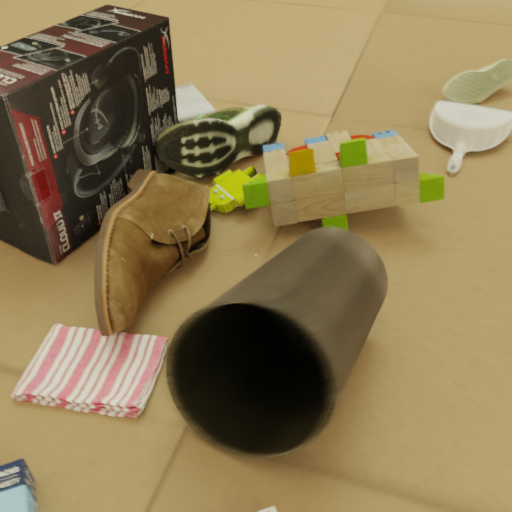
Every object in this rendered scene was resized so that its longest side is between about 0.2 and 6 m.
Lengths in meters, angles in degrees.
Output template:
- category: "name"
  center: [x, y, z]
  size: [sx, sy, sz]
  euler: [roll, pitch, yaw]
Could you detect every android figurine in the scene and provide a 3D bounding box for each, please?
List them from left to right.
- category: "android figurine"
  center: [-0.387, -1.094, 9.280]
  size: [1.082, 0.222, 0.985]
  euler: [-33, 40, -9]

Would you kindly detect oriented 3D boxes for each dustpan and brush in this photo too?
- category: "dustpan and brush"
  center: [3.958, -2.254, 10.688]
  size: [1.566, 0.642, 2.244]
  euler: [16, 36, 21]

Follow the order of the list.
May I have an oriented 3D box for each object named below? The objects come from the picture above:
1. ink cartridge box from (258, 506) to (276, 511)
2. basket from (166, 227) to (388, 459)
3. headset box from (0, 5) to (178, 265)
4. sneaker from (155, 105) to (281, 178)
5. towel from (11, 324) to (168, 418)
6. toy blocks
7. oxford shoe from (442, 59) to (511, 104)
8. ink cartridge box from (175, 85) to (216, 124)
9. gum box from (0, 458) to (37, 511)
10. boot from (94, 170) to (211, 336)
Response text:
- category: "ink cartridge box"
  center: [-0.192, 2.890, 4.780]
  size: [1.186, 0.257, 1.175]
  euler: [-11, 41, -16]
- category: "basket"
  center: [0.437, 0.740, 6.175]
  size: [1.619, 2.147, 2.381]
  euler: [47, 39, 3]
- category: "headset box"
  center: [-2.769, -1.856, 8.492]
  size: [1.400, 2.698, 3.626]
  euler: [21, 45, 23]
- category: "sneaker"
  center: [-0.825, -2.183, 10.191]
  size: [1.221, 1.060, 2.756]
  euler: [26, 34, 36]
- category: "towel"
  center: [-1.941, 1.306, 6.673]
  size: [1.566, 0.234, 1.146]
  euler: [6, 40, 7]
- category: "toy blocks"
  center: [1.280, -1.407, 9.156]
  size: [2.953, 1.476, 2.019]
  euler: [-9, 27, 3]
- category: "oxford shoe"
  center: [4.922, -3.809, 12.476]
  size: [1.990, 0.748, 0.575]
  euler: [-26, 6, -17]
- category: "ink cartridge box"
  center: [-1.670, -3.103, 11.798]
  size: [1.280, 0.282, 1.304]
  euler: [-18, 45, -19]
- category: "gum box"
  center: [-2.694, 2.924, 4.592]
  size: [1.757, 0.461, 2.068]
  euler: [-15, 42, -16]
- category: "boot"
  center: [-1.356, -0.199, 7.757]
  size: [1.250, 1.220, 3.313]
  euler: [6, 38, 2]
